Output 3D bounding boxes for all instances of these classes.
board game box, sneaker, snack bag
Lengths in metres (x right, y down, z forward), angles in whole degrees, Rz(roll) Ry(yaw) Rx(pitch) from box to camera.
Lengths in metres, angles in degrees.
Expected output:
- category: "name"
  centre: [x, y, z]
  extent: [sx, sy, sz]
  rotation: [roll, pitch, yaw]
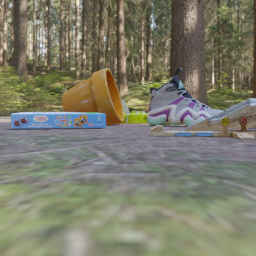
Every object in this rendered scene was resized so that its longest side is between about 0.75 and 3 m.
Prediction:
- category: "board game box"
  centre: [-2.137, -0.260, 8.843]
  extent: [2.615, 0.479, 1.978]
  rotation: [-2, 5, -13]
- category: "sneaker"
  centre: [1.964, -1.059, 9.605]
  extent: [2.871, 2.008, 1.116]
  rotation: [1, 3, 27]
- category: "snack bag"
  centre: [2.678, -0.212, 6.284]
  extent: [2.095, 0.238, 2.222]
  rotation: [-3, -13, -24]

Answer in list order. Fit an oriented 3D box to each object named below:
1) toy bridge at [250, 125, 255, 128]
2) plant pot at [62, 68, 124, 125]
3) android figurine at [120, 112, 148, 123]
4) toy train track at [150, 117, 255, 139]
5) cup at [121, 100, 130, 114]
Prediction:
- category: "toy bridge"
  centre: [3.663, -0.096, 8.212]
  extent: [0.590, 0.239, 1.755]
  rotation: [3, 3, -3]
- category: "plant pot"
  centre: [-1.428, -1.034, 11.130]
  extent: [1.983, 2.166, 2.166]
  rotation: [-15, 0, 10]
- category: "android figurine"
  centre: [0.069, -0.489, 13.375]
  extent: [2.616, 0.537, 2.382]
  rotation: [0, 2, 33]
- category: "toy train track"
  centre: [1.602, -0.024, 5.474]
  extent: [2.322, 0.378, 1.332]
  rotation: [0, 3, 4]
- category: "cup"
  centre: [-0.713, -1.090, 17.383]
  extent: [1.831, 1.309, 1.831]
  rotation: [1, 3, 0]
